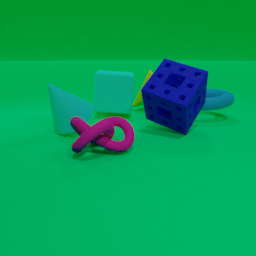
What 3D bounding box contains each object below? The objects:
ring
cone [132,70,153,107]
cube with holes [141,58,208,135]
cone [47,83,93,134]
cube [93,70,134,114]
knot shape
[{"bbox_3d":[2.570,-1.008,9.689,2.094,0.419,2.094,-3,17,1],"label":"ring"},{"bbox_3d":[0.710,-1.230,10.860,1.422,1.417,1.417,-37,10,12],"label":"cone"},{"bbox_3d":[1.300,-0.864,7.718,1.285,1.285,1.285,24,63,25],"label":"cube with holes"},{"bbox_3d":[-1.802,-0.726,7.577,1.277,1.281,1.277,-18,40,16],"label":"cone"},{"bbox_3d":[-0.494,-1.316,10.012,1.320,1.320,1.320,4,15,-2],"label":"cube"},{"bbox_3d":[-0.564,0.131,6.399,1.466,0.724,1.566,0,9,-14],"label":"knot shape"}]
